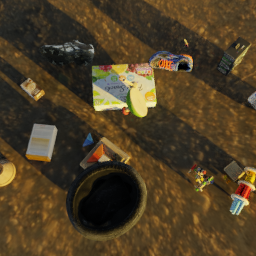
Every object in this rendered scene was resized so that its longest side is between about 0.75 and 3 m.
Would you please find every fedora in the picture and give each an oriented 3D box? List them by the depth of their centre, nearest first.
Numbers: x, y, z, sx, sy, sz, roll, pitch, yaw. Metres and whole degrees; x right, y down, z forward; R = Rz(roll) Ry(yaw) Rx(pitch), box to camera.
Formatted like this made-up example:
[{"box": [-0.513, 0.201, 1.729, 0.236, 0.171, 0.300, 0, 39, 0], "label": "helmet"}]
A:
[{"box": [-0.694, 2.418, 9.460, 2.672, 1.220, 2.672, 0, 72, 0], "label": "fedora"}]

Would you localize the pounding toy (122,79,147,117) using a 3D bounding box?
[{"box": [0.084, -1.022, 10.546, 0.686, 1.141, 1.478, -22, 83, 28], "label": "pounding toy"}]

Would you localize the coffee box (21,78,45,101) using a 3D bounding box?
[{"box": [-3.976, -1.614, 11.697, 0.871, 0.347, 0.498, 39, 72, 15], "label": "coffee box"}]

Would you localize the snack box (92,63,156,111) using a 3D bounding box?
[{"box": [-0.179, -1.687, 11.465, 2.482, 0.657, 1.765, -4, 77, -2], "label": "snack box"}]

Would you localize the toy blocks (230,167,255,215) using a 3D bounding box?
[{"box": [4.443, 2.459, 9.830, 1.449, 0.631, 1.738, 31, 70, 13], "label": "toy blocks"}]

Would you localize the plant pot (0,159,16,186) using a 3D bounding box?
[{"box": [-4.712, 1.597, 10.288, 1.001, 0.462, 1.001, 0, 67, -1], "label": "plant pot"}]

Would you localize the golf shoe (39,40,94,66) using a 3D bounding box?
[{"box": [-2.627, -3.330, 12.249, 2.351, 0.914, 1.111, 8, 51, 0], "label": "golf shoe"}]

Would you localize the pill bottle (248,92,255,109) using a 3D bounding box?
[{"box": [5.472, -0.877, 11.195, 0.705, 0.705, 1.240, -28, 70, -11], "label": "pill bottle"}]

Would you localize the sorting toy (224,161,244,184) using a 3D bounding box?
[{"box": [3.865, 1.686, 10.451, 0.807, 0.108, 0.601, -35, 76, -13], "label": "sorting toy"}]

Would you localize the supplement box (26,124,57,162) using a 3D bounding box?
[{"box": [-3.280, 0.552, 10.705, 0.839, 0.490, 1.332, 7, 67, 3], "label": "supplement box"}]

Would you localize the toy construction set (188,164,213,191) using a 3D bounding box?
[{"box": [2.548, 1.852, 10.139, 0.699, 0.759, 0.910, -45, 53, -4], "label": "toy construction set"}]

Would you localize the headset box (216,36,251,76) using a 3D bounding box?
[{"box": [4.435, -3.022, 11.785, 0.593, 1.279, 1.114, 41, 74, 15], "label": "headset box"}]

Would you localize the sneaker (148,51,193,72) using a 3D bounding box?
[{"box": [1.433, -2.150, 9.218, 1.548, 0.583, 0.607, -1, 39, -7], "label": "sneaker"}]

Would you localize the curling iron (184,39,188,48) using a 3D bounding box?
[{"box": [2.436, -3.582, 11.891, 0.200, 0.807, 0.103, -2, 83, 15], "label": "curling iron"}]

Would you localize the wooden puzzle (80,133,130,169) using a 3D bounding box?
[{"box": [-0.851, 1.229, 10.546, 2.336, 0.273, 1.576, 30, 70, 12], "label": "wooden puzzle"}]
